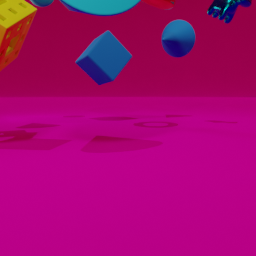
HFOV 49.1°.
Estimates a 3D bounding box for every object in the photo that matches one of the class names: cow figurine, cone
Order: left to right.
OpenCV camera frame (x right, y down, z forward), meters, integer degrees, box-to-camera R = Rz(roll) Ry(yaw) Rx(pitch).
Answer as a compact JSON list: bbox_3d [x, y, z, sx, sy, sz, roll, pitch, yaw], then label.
[{"bbox_3d":[-0.669,-1.984,3.900,1.500,1.500,1.505,-3,-2,-23],"label":"cone"},{"bbox_3d":[1.441,-2.995,9.462,1.284,1.284,1.289,4,18,32],"label":"cone"},{"bbox_3d":[2.578,-3.164,7.021,0.547,0.980,0.996,5,32,-39],"label":"cow figurine"}]

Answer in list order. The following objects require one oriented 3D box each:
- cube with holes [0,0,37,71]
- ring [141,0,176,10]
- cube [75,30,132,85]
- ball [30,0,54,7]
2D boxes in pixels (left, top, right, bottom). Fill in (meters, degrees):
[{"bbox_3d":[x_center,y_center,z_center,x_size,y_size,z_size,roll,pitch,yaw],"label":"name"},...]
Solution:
[{"bbox_3d":[-2.017,-1.416,3.879,0.919,0.919,0.919,32,35,-13],"label":"cube with holes"},{"bbox_3d":[0.388,-3.082,6.229,1.478,0.296,1.478,19,35,-14],"label":"ring"},{"bbox_3d":[-0.784,-2.198,8.966,1.114,1.114,1.114,43,-19,-23],"label":"cube"},{"bbox_3d":[-2.688,-4.216,8.670,0.861,0.861,0.861,0,7,0],"label":"ball"}]
